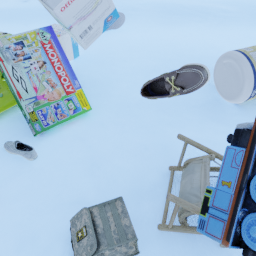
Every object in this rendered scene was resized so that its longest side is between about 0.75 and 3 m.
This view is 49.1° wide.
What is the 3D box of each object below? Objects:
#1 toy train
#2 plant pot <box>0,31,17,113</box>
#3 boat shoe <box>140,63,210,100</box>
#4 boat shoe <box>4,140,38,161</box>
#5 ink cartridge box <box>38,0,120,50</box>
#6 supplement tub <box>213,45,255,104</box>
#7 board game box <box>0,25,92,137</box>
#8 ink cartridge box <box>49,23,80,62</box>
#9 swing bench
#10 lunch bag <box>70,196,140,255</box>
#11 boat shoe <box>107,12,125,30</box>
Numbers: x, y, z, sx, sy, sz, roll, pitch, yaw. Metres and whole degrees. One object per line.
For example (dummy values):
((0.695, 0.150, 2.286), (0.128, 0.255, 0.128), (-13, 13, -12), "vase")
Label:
((1.494, 0.672, 3.332), (0.747, 1.723, 0.984), (18, -4, -38), "toy train")
((-4.603, -1.903, 9.073), (2.303, 2.100, 2.314), (20, 44, 31), "plant pot")
((0.928, -0.920, 5.873), (0.497, 0.599, 1.669), (-30, 15, -36), "boat shoe")
((-2.937, 0.518, 7.611), (1.125, 0.401, 0.393), (18, 43, 21), "boat shoe")
((-1.807, -4.348, 9.430), (1.850, 2.522, 1.842), (-44, 72, 2), "ink cartridge box")
((4.377, -1.913, 9.489), (2.439, 1.761, 1.761), (-16, 42, -16), "supplement tub")
((-2.559, -1.459, 8.422), (1.951, 2.899, 0.422), (-29, 6, -29), "board game box")
((-3.205, -3.334, 11.626), (1.289, 1.256, 2.006), (22, 43, 24), "ink cartridge box")
((1.785, 1.335, 6.028), (1.903, 1.234, 1.893), (13, 40, 8), "swing bench")
((-0.525, 2.063, 5.487), (1.252, 0.736, 1.027), (-16, 42, -8), "lunch bag")
((-1.300, -5.519, 14.617), (2.625, 0.901, 0.743), (-31, 48, -29), "boat shoe")
